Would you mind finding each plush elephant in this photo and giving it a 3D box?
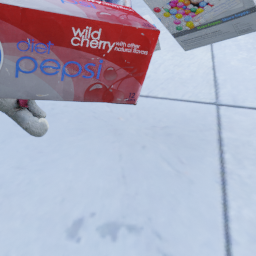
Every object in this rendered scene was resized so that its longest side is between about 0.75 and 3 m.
[{"bbox_3d":[-1.836,-0.908,4.831,1.387,1.475,1.791,-53,37,-8],"label":"plush elephant"}]

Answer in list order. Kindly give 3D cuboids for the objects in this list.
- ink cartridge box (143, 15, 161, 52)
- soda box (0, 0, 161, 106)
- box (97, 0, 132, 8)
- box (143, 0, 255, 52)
[{"bbox_3d":[0.534,-2.690,7.857,0.403,0.684,1.189,-18,43,2],"label":"ink cartridge box"},{"bbox_3d":[-1.020,-0.807,2.555,2.488,0.871,0.789,0,36,-26],"label":"soda box"},{"bbox_3d":[-0.764,-3.183,7.240,1.151,1.868,1.853,17,72,13],"label":"box"},{"bbox_3d":[1.681,-2.987,6.446,2.152,2.760,0.568,-7,64,37],"label":"box"}]
